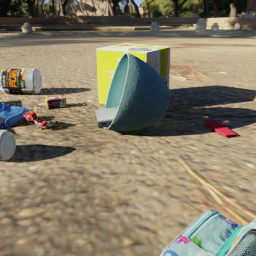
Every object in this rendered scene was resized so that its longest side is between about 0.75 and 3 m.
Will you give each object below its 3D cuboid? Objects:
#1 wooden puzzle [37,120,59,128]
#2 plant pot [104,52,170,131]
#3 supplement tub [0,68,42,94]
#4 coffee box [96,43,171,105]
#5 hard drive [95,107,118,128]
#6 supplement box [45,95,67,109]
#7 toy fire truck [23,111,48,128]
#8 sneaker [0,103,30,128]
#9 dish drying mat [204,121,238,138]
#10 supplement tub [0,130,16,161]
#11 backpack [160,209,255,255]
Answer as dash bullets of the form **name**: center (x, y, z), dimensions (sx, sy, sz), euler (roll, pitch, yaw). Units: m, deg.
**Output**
- **wooden puzzle**: center (-2.637, -0.099, 9.284), dimensions (0.793, 0.093, 0.535), euler (-12, 21, -27)
- **plant pot**: center (0.352, -0.935, 8.762), dimensions (1.620, 2.405, 2.405), euler (14, 19, -14)
- **supplement tub**: center (-5.049, -2.150, 12.865), dimensions (1.907, 1.168, 1.168), euler (-1, 22, 1)
- **coffee box**: center (0.260, -2.153, 11.411), dimensions (2.243, 2.247, 2.222), euler (13, 26, 29)
- **hard drive**: center (-0.136, -0.414, 8.864), dimensions (1.724, 0.283, 1.203), euler (-8, 20, -8)
- **supplement box**: center (-2.862, -1.027, 11.130), dimensions (0.768, 0.396, 0.503), euler (-8, 24, -19)
- **toy fire truck**: center (-2.973, -0.271, 8.988), dimensions (0.792, 0.558, 0.193), euler (3, 46, 46)
- **sneaker**: center (-4.628, -0.556, 9.131), dimensions (2.748, 1.077, 0.906), euler (-7, 21, -20)
- **dish drying mat**: center (2.934, 0.028, 8.939), dimensions (0.475, 0.113, 1.238), euler (-6, 22, -16)
- **supplement tub**: center (-3.616, 0.399, 7.135), dimensions (1.272, 0.779, 0.779), euler (4, 22, 10)
- **backpack**: center (1.133, 1.703, 2.631), dimensions (2.047, 1.817, 1.541), euler (-14, 31, -41)
